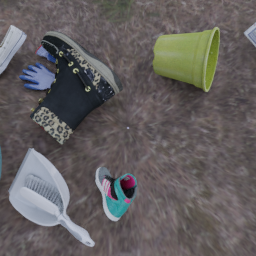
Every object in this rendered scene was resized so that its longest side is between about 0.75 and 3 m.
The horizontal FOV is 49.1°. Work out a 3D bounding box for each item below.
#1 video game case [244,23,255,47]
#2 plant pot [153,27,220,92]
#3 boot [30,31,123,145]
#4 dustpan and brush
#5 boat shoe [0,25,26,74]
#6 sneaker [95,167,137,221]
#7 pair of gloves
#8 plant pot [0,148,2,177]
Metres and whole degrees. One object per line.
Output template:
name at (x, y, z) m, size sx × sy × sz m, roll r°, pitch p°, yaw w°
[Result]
video game case at (4.064, -2.311, 6.844) m, size 1.800 × 1.640 × 0.207 m, roll 34°, pitch 33°, yaw -24°
plant pot at (1.456, -1.808, 7.191) m, size 1.429 × 1.554 × 1.554 m, roll 13°, pitch 64°, yaw 23°
boot at (-1.745, -1.084, 6.906) m, size 2.779 × 1.003 × 2.099 m, roll 38°, pitch 80°, yaw 25°
dustpan and brush at (-1.485, 1.586, 5.625) m, size 2.135 × 1.490 × 0.611 m, roll 34°, pitch 26°, yaw 0°
boat shoe at (-3.420, -2.047, 7.420) m, size 1.566 × 0.668 × 0.579 m, roll -51°, pitch 41°, yaw 4°
sneaker at (-0.233, 1.149, 5.818) m, size 0.802 × 0.555 × 1.328 m, roll -46°, pitch 41°, yaw 19°
pair of gloves at (-2.099, -1.695, 7.784) m, size 1.404 × 0.199 × 1.746 m, roll 22°, pitch 66°, yaw 9°
plant pot at (-3.590, 0.696, 5.273) m, size 2.865 × 1.929 × 2.865 m, roll -9°, pitch 55°, yaw 14°
